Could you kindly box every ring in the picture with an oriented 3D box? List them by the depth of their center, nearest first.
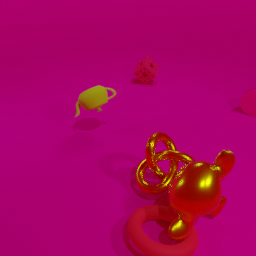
[{"bbox_3d":[0.625,1.850,5.037,1.286,0.257,1.286,9,22,-4],"label":"ring"}]

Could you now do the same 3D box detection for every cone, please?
[{"bbox_3d":[4.512,-1.101,9.742,1.038,1.038,1.042,12,34,21],"label":"cone"}]

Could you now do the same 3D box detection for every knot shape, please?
[{"bbox_3d":[0.887,0.835,6.078,1.269,1.357,0.627,17,-3,-2],"label":"knot shape"}]

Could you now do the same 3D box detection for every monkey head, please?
[{"bbox_3d":[1.384,1.244,5.146,1.293,1.797,1.083,35,-3,-6],"label":"monkey head"}]

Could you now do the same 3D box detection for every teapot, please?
[{"bbox_3d":[-1.016,-0.784,8.179,1.412,0.691,0.878,-25,4,4],"label":"teapot"}]

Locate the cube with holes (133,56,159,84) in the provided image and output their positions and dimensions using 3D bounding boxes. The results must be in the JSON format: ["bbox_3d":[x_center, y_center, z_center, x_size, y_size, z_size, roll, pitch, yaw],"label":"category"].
[{"bbox_3d":[0.798,-2.524,12.223,0.721,0.721,0.721,-29,32,42],"label":"cube with holes"}]
